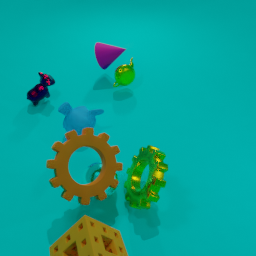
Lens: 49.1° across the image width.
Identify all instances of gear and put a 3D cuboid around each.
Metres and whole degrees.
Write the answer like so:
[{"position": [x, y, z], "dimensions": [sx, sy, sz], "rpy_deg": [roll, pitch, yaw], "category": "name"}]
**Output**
[{"position": [-0.891, 0.794, 5.923], "dimensions": [1.564, 0.289, 1.564], "rpy_deg": [3, 82, -25], "category": "gear"}, {"position": [0.377, 1.117, 6.411], "dimensions": [0.265, 1.432, 1.432], "rpy_deg": [21, 40, -23], "category": "gear"}]

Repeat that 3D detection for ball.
[{"position": [-0.662, 1.239, 6.648], "dimensions": [0.881, 0.881, 0.881], "rpy_deg": [0, 45, 0], "category": "ball"}]

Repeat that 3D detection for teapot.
[{"position": [-0.120, -1.850, 9.479], "dimensions": [1.198, 0.745, 0.587], "rpy_deg": [-53, 37, 7], "category": "teapot"}]

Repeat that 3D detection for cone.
[{"position": [-0.502, -2.611, 9.722], "dimensions": [0.970, 0.967, 0.967], "rpy_deg": [-9, 42, 22], "category": "cone"}]

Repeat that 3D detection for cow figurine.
[{"position": [-2.792, -1.250, 8.882], "dimensions": [1.039, 1.022, 0.570], "rpy_deg": [-39, 80, -16], "category": "cow figurine"}]

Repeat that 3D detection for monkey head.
[{"position": [-1.436, -0.221, 7.856], "dimensions": [1.472, 1.059, 0.887], "rpy_deg": [-44, 59, -3], "category": "monkey head"}]

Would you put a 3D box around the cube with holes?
[{"position": [-0.637, 2.280, 4.786], "dimensions": [0.928, 0.928, 0.928], "rpy_deg": [-44, 36, 10], "category": "cube with holes"}]
